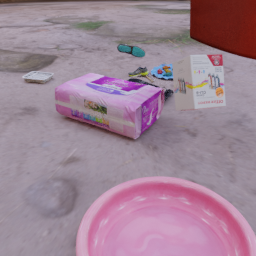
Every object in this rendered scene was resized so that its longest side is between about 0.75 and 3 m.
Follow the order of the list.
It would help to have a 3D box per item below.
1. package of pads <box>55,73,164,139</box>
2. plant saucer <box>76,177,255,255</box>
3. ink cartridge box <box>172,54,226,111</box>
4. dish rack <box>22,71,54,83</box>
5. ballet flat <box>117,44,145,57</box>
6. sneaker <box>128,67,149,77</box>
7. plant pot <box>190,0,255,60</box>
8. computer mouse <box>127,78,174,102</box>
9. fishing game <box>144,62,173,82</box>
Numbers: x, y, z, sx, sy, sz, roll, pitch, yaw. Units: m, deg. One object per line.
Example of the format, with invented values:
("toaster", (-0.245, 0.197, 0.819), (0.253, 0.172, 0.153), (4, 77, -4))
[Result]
("package of pads", (-0.553, -0.796, 8.468), (2.946, 1.115, 1.775), (17, 34, 27))
("plant saucer", (0.565, 1.819, 4.290), (2.646, 0.671, 2.646), (-1, 30, 0))
("ink cartridge box", (1.132, -0.706, 4.516), (0.603, 0.829, 0.600), (-7, 4, -19))
("dish rack", (-3.735, -2.106, 11.715), (1.074, 0.234, 0.921), (7, 29, 13))
("ballet flat", (0.097, -2.520, 9.047), (0.947, 0.346, 0.346), (10, 27, -15))
("sneaker", (0.438, -2.457, 12.140), (0.886, 0.359, 0.327), (-10, 31, 4))
("plant pot", (2.371, -2.735, 6.216), (1.663, 1.888, 1.886), (12, 36, 29))
("computer mouse", (0.698, -1.305, 10.164), (1.706, 0.450, 1.181), (25, 34, 17))
("fishing game", (1.836, -2.600, 12.319), (2.402, 0.373, 1.720), (-13, 33, -10))
